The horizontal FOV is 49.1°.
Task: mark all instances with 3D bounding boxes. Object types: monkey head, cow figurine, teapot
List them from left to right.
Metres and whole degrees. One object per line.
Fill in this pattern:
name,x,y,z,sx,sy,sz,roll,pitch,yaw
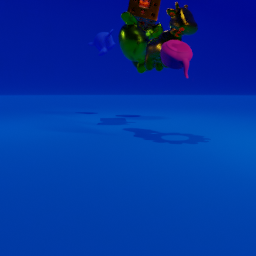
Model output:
monkey head,-1.198,-3.931,13.065,1.543,0.930,1.110,-18,28,34
monkey head,0.417,-2.763,8.702,1.378,1.915,1.154,-10,31,16
cow figurine,1.021,-2.226,7.002,0.837,1.500,1.524,-5,7,-37
teapot,1.071,-1.576,6.264,0.714,0.562,1.148,-12,49,-25

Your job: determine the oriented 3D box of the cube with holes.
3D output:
cube with holes,0.495,-4.007,9.391,0.989,0.989,0.989,11,0,-5

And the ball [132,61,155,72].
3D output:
ball,0.738,-3.024,11.949,1.230,1.230,1.230,0,7,0
